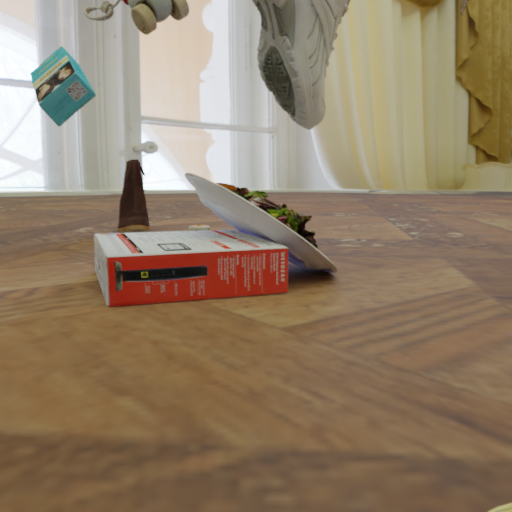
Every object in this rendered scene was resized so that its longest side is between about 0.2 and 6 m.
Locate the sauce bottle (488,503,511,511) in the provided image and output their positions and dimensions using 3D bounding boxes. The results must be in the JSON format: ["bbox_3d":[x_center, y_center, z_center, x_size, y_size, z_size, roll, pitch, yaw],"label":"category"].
[{"bbox_3d":[-0.152,0.898,0.533,2.272,0.750,0.750,-7,11,-32],"label":"sauce bottle"}]

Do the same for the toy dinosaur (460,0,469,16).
[{"bbox_3d":[2.509,-3.675,7.203,0.600,1.398,0.948,-24,-9,9],"label":"toy dinosaur"}]

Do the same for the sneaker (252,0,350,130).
[{"bbox_3d":[0.717,-2.929,6.984,1.394,2.806,1.093,-29,45,-15],"label":"sneaker"}]

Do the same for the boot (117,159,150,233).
[{"bbox_3d":[-2.780,-1.337,12.529,0.709,1.629,1.959,-2,9,-16],"label":"boot"}]

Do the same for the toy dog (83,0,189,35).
[{"bbox_3d":[-1.780,-3.948,8.247,1.644,0.792,1.084,21,57,16],"label":"toy dog"}]

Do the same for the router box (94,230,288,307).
[{"bbox_3d":[-0.901,0.061,6.785,1.953,0.532,2.176,-3,9,-18],"label":"router box"}]

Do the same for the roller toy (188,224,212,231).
[{"bbox_3d":[-1.111,-0.450,10.973,0.438,0.336,0.480,-6,10,-36],"label":"roller toy"}]

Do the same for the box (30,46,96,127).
[{"bbox_3d":[-2.865,-2.518,8.200,0.694,0.414,1.686,-40,39,2],"label":"box"}]

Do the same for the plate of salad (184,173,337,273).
[{"bbox_3d":[0.111,-0.493,7.219,2.307,0.554,2.307,33,-4,3],"label":"plate of salad"}]
